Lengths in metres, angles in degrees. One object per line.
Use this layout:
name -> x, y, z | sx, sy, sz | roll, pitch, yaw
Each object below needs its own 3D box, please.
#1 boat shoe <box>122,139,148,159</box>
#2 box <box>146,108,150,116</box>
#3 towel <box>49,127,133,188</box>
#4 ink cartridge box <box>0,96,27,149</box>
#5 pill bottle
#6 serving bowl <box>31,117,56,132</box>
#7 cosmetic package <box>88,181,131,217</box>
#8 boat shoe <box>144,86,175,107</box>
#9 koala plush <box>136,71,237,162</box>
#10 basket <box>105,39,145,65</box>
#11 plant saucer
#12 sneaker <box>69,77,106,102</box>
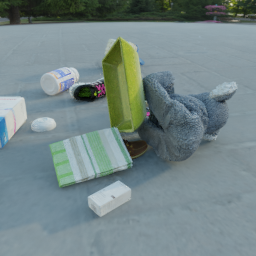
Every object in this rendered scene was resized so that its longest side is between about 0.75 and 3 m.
boat shoe -> -0.095, 0.666, 8.967 | 1.703, 0.575, 0.613 | -14, 30, -26
box -> 0.722, -0.359, 10.966 | 1.120, 0.643, 0.740 | -12, 27, -25
towel -> -1.113, 0.825, 8.307 | 2.157, 0.331, 1.609 | -15, 50, -14
ink cartridge box -> -5.057, -0.278, 10.338 | 1.778, 1.042, 2.461 | 1, 28, 2
pill bottle -> -3.523, -2.557, 14.837 | 1.149, 1.149, 2.050 | 12, 28, 23
serving bowl -> -3.326, -0.188, 10.993 | 0.950, 0.313, 0.950 | -1, 27, 0
cosmetic package -> -0.448, 1.752, 7.026 | 1.000, 0.370, 0.509 | -23, 35, -37
boat shoe -> 0.798, -1.363, 12.135 | 2.485, 0.768, 0.930 | -7, -12, 18
koala plush -> 2.159, -0.357, 9.213 | 2.910, 2.580, 2.674 | -13, 41, -24
basket -> -0.305, -5.031, 19.334 | 2.304, 1.818, 2.613 | 17, 5, 29
plant saucer -> -0.126, -1.259, 9.387 | 0.671, 2.802, 2.798 | -8, 1, -16
sneaker -> -1.542, -1.801, 13.587 | 2.553, 0.942, 1.117 | -10, 28, -9
